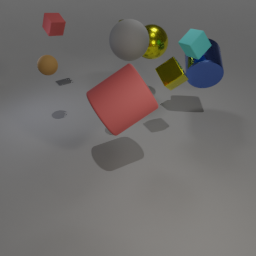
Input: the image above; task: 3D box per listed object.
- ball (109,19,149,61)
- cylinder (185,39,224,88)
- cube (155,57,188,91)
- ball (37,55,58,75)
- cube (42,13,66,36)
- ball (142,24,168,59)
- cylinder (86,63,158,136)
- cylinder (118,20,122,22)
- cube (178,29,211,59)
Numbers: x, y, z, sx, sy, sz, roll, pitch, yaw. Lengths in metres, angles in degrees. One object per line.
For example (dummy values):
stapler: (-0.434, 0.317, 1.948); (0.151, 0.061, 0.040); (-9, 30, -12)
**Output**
ball: (0.041, -3.061, 9.785); (1.400, 1.400, 1.400); (0, 32, 0)
cylinder: (2.963, -2.532, 11.005); (1.400, 1.400, 1.400); (3, 53, 5)
cube: (1.410, -1.725, 8.977); (0.700, 0.700, 0.700); (-32, -16, 19)
ball: (-2.796, -2.187, 9.750); (0.700, 0.700, 0.700); (0, 32, 0)
cube: (-3.228, -4.510, 12.191); (0.700, 0.700, 0.700); (-17, 60, -36)
ball: (0.981, -3.585, 11.696); (1.400, 1.400, 1.400); (0, 32, 0)
cylinder: (-0.143, -0.738, 7.397); (1.400, 1.400, 1.400); (-34, 36, 4)
cylinder: (0.062, -4.169, 13.203); (1.400, 1.400, 1.400); (15, 7, -2)
cube: (2.362, -2.976, 9.916); (0.700, 0.700, 0.700); (-48, 37, -1)
